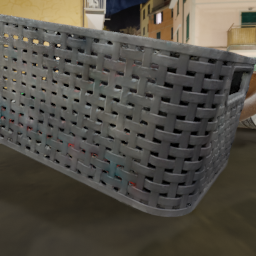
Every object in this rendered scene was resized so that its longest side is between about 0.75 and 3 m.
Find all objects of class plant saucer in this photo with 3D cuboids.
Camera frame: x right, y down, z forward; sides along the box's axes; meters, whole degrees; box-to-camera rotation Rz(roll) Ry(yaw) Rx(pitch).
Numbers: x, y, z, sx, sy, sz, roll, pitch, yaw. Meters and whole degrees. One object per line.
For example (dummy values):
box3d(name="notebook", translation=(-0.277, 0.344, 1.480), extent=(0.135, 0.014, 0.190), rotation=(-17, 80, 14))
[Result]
box3d(name="plant saucer", translation=(2.612, -0.810, 7.020), extent=(2.218, 0.356, 2.218), rotation=(-29, 21, 12))

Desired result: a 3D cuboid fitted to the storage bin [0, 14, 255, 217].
box3d(name="storage bin", translation=(-0.221, -0.388, 3.003), extent=(2.608, 1.223, 1.763), rotation=(18, 19, 27))

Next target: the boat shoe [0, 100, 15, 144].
box3d(name="boat shoe", translation=(-2.929, -0.204, 5.765), extent=(2.824, 1.001, 0.986), rotation=(-5, 7, 19))

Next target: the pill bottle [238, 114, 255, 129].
box3d(name="pill bottle", translation=(3.507, -0.641, 7.687), extent=(1.341, 1.341, 2.423), rotation=(-3, 7, -23))
